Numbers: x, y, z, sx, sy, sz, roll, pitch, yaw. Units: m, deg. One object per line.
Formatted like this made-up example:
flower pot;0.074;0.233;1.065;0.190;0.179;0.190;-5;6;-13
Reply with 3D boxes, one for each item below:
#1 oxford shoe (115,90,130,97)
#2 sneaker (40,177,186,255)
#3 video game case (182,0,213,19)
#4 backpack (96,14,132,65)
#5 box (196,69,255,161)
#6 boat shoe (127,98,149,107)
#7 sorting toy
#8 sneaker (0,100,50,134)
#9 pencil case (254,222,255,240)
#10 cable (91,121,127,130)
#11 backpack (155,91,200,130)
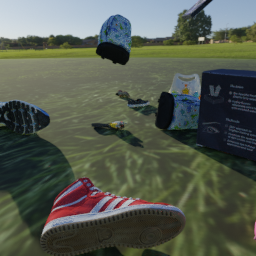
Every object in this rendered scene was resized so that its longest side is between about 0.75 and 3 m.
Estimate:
oxford shoe;-0.253;-1.553;13.201;0.320;0.301;0.854;-39;35;-26
sneaker;-0.200;1.112;3.820;1.798;0.640;1.011;-4;21;-6
video game case;2.776;-4.462;9.468;2.009;0.191;1.436;-42;15;13
backpack;-0.516;-3.801;11.710;1.488;1.402;1.824;18;50;-28
box;2.714;-0.364;6.512;1.837;1.868;1.097;17;24;42
boat shoe;0.442;-1.048;11.398;1.028;0.291;0.353;-10;20;-30
sorting toy;2.314;-1.531;11.241;1.454;1.309;0.777;3;17;12
sneaker;-3.239;-0.464;8.449;2.458;0.964;1.106;10;17;28
pencil case;2.500;1.180;3.077;2.000;0.937;0.907;10;23;33
cable;-0.555;-0.131;8.436;1.126;0.283;0.547;11;19;29
backpack;1.669;-0.464;8.367;1.421;1.159;1.092;-4;25;-34
